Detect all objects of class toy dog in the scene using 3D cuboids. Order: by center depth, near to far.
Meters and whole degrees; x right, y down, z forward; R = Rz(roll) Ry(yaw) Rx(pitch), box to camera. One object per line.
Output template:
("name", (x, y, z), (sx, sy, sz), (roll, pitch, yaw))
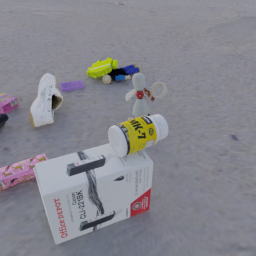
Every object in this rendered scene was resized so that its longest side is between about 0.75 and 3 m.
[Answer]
("toy dog", (0.530, -0.867, 10.387), (1.410, 2.139, 1.030), (18, 10, 4))

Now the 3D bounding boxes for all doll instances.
("doll", (-0.327, -2.684, 13.825), (2.127, 0.515, 1.451), (-25, 43, -29))

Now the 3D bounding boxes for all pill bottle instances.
("pill bottle", (0.264, 0.138, 6.765), (1.332, 0.761, 0.761), (-19, 41, -28))

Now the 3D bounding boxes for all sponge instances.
("sponge", (-2.642, -2.001, 13.229), (1.068, 0.159, 0.596), (-13, 40, -16))

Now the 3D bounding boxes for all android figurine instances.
("android figurine", (-1.305, -3.002, 14.006), (1.641, 0.370, 1.803), (-13, 35, 13))

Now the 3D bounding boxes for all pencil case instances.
("pencil case", (-3.186, 1.321, 8.447), (1.724, 0.714, 0.746), (-18, 50, -23))

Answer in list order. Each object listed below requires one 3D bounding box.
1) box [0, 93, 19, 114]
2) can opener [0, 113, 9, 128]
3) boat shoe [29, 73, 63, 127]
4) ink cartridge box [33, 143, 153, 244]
("box", (-5.204, -1.022, 11.735), (0.861, 0.416, 0.757), (20, 42, 25))
("can opener", (-5.261, 0.386, 9.734), (0.904, 1.121, 2.851), (-27, 21, 32))
("boat shoe", (-3.170, -1.168, 11.491), (1.032, 1.054, 2.977), (0, 47, -1))
("ink cartridge box", (-0.817, 1.553, 7.129), (2.663, 1.922, 1.115), (-14, 40, -18))
